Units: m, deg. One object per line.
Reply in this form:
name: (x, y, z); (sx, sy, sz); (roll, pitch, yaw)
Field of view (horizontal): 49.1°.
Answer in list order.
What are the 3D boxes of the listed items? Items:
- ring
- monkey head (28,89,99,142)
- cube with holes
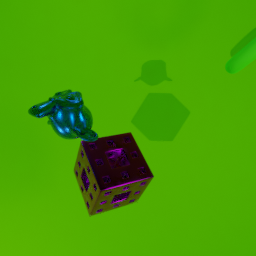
ring: (2.199, -1.393, 4.717); (1.287, 1.287, 0.257); (-40, 87, 0)
monkey head: (-0.909, -0.122, 3.845); (0.806, 1.120, 0.675); (-26, 121, -37)
cube with holes: (-0.293, 0.770, 4.751); (0.919, 0.919, 0.919); (-9, 55, -27)
